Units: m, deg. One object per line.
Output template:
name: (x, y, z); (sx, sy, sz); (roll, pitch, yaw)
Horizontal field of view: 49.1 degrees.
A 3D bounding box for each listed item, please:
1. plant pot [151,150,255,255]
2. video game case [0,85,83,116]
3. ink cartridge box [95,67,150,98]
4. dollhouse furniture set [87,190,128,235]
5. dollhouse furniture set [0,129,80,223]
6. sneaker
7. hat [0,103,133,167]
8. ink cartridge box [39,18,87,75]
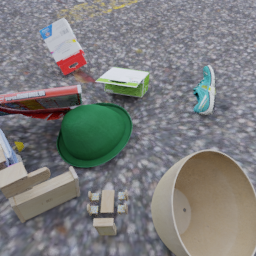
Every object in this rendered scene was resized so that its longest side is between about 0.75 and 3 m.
plant pot: (1.270, 1.610, 5.485); (2.123, 1.425, 2.123); (11, 68, -28)
video game case: (-2.577, -0.670, 7.426); (2.707, 1.935, 0.236); (-9, 87, -9)
ink cartridge box: (-0.153, -1.360, 8.938); (1.315, 0.674, 1.780); (11, 27, 12)
dollhouse furniture set: (-0.460, 1.743, 6.029); (0.863, 0.611, 0.940); (-3, 53, 5)
dollhouse furniture set: (-2.199, 0.617, 6.288); (1.394, 2.017, 2.136); (-23, 58, -22)
sneaker: (2.355, -1.211, 8.655); (0.678, 0.660, 1.702); (3, 66, 15)
hat: (-1.248, -0.395, 6.921); (2.111, 2.243, 2.548); (24, 62, 29)
ink cartridge box: (-2.317, -2.959, 10.337); (1.034, 1.780, 0.599); (-27, 11, 4)
